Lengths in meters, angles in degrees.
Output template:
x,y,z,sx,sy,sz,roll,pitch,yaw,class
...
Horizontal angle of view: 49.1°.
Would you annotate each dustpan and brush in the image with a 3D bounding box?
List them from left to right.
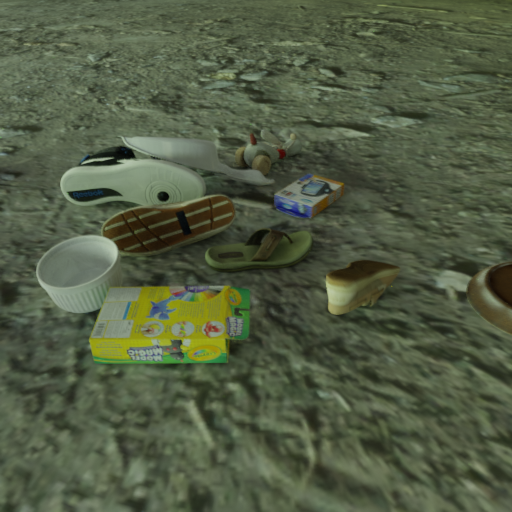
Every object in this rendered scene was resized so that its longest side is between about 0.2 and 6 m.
x,y,z,sx,sy,sz,roll,pitch,yaw,class
-1.370,-2.378,14.211,3.724,1.066,2.599,2,8,1,dustpan and brush

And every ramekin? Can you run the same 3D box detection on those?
x,y,z,sx,sy,sz,roll,pitch,yaw,class
-3.138,0.368,10.178,1.462,0.768,1.462,-4,40,3,ramekin

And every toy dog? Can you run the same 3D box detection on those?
x,y,z,sx,sy,sz,roll,pitch,yaw,class
0.358,-3.017,15.251,1.424,1.040,2.158,14,36,21,toy dog

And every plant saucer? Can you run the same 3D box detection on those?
x,y,z,sx,sy,sz,roll,pitch,yaw,class
5.055,0.725,10.174,2.297,0.368,2.297,0,34,0,plant saucer

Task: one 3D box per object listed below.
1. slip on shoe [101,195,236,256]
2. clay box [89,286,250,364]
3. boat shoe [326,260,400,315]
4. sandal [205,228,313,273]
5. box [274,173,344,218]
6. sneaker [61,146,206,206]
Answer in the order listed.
x,y,z,sx,sy,sz,roll,pitch,yaw,class
-1.823,-0.645,11.877,2.802,1.065,0.849,-18,-3,-12,slip on shoe
-1.339,1.123,9.326,2.476,0.589,1.422,1,33,1,clay box
1.913,0.538,10.163,0.764,0.692,2.144,14,17,39,boat shoe
0.106,-0.181,11.272,2.269,0.647,0.901,-10,34,-14,sandal
1.239,-1.443,13.466,1.048,0.365,1.761,22,36,29,box
-2.813,-2.077,13.643,3.398,1.241,1.901,3,32,4,sneaker
